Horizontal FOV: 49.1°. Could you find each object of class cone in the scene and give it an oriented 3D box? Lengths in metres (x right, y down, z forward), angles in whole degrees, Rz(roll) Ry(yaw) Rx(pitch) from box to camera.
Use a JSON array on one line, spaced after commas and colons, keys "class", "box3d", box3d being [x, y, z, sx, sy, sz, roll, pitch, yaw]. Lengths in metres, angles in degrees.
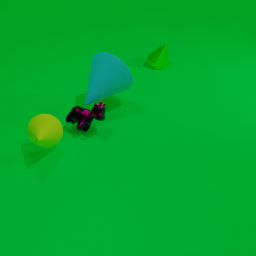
[{"class": "cone", "box3d": [1.320, -2.937, 10.819, 0.933, 0.936, 0.933, 6, 61, -11]}, {"class": "cone", "box3d": [-0.871, -1.206, 8.467, 1.514, 1.514, 1.520, 21, 60, 23]}, {"class": "cone", "box3d": [-2.145, 0.179, 6.997, 0.916, 0.916, 0.920, -5, 14, -5]}]

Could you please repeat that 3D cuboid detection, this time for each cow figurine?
[{"class": "cow figurine", "box3d": [-1.168, -0.414, 7.995, 1.060, 1.043, 0.582, 32, 5, 23]}]
